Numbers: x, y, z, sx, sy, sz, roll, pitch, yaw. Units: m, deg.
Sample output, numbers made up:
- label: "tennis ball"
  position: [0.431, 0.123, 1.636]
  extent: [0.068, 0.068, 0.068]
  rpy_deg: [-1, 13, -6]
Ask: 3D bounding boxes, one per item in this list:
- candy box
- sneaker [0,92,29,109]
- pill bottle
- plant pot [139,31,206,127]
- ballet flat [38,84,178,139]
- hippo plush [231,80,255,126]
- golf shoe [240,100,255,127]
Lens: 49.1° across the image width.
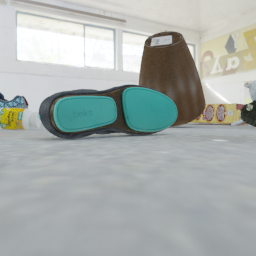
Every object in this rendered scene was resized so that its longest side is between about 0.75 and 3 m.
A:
- label: "candy box"
  position: [3.456, -0.534, 11.003]
  extent: [1.594, 0.771, 2.732]
  rpy_deg: [1, 0, -37]
- label: "sneaker"
  position: [-5.073, -0.783, 10.502]
  extent: [2.753, 1.315, 1.092]
  rpy_deg: [0, 2, -5]
- label: "pill bottle"
  position: [-2.499, -0.206, 6.478]
  extent: [0.886, 0.500, 0.500]
  rpy_deg: [3, 2, 3]
- label: "plant pot"
  position: [1.091, -1.449, 7.730]
  extent: [1.979, 2.117, 1.979]
  rpy_deg: [-9, 39, 7]
- label: "ballet flat"
  position: [-0.275, -0.256, 4.365]
  extent: [2.368, 0.865, 0.865]
  rpy_deg: [-5, 5, -39]
- label: "hippo plush"
  position: [4.165, -0.744, 8.281]
  extent: [1.403, 1.416, 1.761]
  rpy_deg: [0, 2, -11]
- label: "golf shoe"
  position: [3.755, -0.228, 6.742]
  extent: [1.970, 0.760, 0.868]
  rpy_deg: [5, -15, 39]
